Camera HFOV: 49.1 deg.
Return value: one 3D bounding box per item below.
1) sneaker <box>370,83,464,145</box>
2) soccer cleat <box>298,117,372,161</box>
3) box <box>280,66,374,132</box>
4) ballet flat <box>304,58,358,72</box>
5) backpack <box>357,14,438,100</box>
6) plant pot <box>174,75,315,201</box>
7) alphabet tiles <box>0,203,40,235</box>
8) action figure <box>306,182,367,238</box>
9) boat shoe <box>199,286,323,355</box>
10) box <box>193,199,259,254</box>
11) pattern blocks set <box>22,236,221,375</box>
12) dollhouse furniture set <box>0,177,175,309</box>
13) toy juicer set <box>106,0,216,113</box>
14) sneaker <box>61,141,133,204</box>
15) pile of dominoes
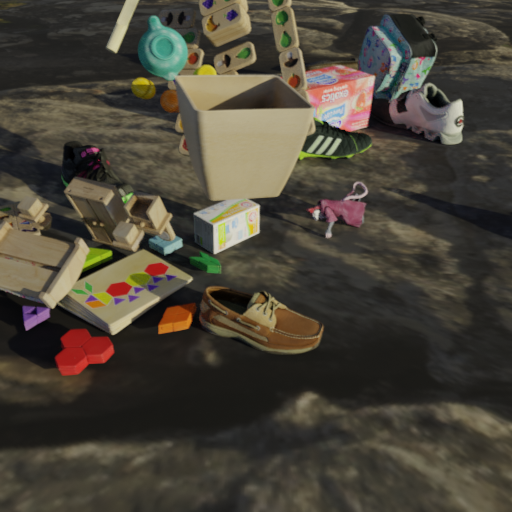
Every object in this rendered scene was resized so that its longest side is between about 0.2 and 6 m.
[{"bbox_3d":[4.694,-4.419,16.371,1.200,1.434,3.240,-26,40,-31],"label":"sneaker"},{"bbox_3d":[1.792,-3.094,14.612,2.653,1.075,0.896,-6,34,-10],"label":"soccer cleat"},{"bbox_3d":[1.718,-4.303,16.018,3.117,1.600,1.476,-21,39,-31],"label":"box"},{"bbox_3d":[3.084,-7.198,21.467,2.553,0.592,0.860,-6,27,-2],"label":"ballet flat"},{"bbox_3d":[4.365,-6.037,17.787,1.908,2.534,2.249,-12,56,-11],"label":"backpack"},{"bbox_3d":[-0.273,-1.859,8.945,1.777,1.573,1.775,-6,34,-16],"label":"plant pot"},{"bbox_3d":[-5.482,-0.417,11.438,1.979,0.089,2.368,-14,36,-21],"label":"alphabet tiles"},{"bbox_3d":[1.667,-0.969,11.569,1.301,0.969,0.871,1,36,-25],"label":"action figure"},{"bbox_3d":[0.028,0.954,8.721,2.019,0.746,0.764,10,34,15],"label":"boat shoe"},{"bbox_3d":[-0.577,-0.651,11.230,1.233,0.693,0.625,-26,42,-36],"label":"box"},{"bbox_3d":[-2.270,0.598,9.691,3.409,0.276,2.996,-24,40,-32],"label":"pattern blocks set"},{"bbox_3d":[-3.247,0.328,9.911,2.673,1.530,3.134,13,58,21],"label":"dollhouse furniture set"},{"bbox_3d":[-1.979,-3.759,10.762,1.474,2.316,0.630,-46,13,-4],"label":"toy juicer set"},{"bbox_3d":[-3.698,-1.826,12.575,1.080,1.179,2.815,-26,41,-34],"label":"sneaker"},{"bbox_3d":[-0.635,-3.922,11.318,3.037,3.897,0.620,-14,-12,22],"label":"pile of dominoes"}]
